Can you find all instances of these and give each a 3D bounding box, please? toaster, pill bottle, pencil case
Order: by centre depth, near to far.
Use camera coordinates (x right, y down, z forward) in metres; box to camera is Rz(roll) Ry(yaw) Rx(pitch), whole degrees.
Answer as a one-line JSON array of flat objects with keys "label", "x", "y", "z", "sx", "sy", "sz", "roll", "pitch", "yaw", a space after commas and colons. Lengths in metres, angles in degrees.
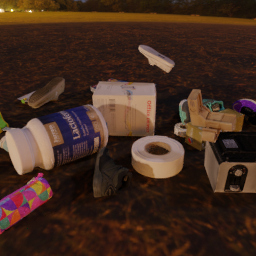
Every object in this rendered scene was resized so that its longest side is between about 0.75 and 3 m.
[{"label": "pencil case", "x": -2.741, "y": 1.880, "z": 7.092, "sx": 0.758, "sy": 0.758, "sz": 1.716, "roll": 15, "pitch": 31, "yaw": 28}, {"label": "toaster", "x": 3.340, "y": 0.941, "z": 8.325, "sx": 1.942, "sy": 1.274, "sz": 2.148, "roll": 1, "pitch": 27, "yaw": 1}, {"label": "pill bottle", "x": -2.246, "y": 0.355, "z": 9.044, "sx": 2.901, "sy": 1.679, "sz": 1.679, "roll": -20, "pitch": 33, "yaw": -33}]

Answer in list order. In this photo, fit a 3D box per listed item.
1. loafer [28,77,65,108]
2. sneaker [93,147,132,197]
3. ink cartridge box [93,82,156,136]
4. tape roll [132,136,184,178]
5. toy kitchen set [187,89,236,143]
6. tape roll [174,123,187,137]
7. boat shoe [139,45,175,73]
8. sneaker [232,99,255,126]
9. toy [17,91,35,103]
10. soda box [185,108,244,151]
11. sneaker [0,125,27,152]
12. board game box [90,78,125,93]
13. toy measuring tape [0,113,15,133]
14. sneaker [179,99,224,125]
[{"label": "loafer", "x": -3.950, "y": -1.656, "z": 14.046, "sx": 0.898, "sy": 0.810, "sz": 2.373, "roll": 17, "pitch": 48, "yaw": 30}, {"label": "sneaker", "x": -0.447, "y": 1.276, "z": 8.325, "sx": 1.084, "sy": 0.723, "sz": 1.892, "roll": 0, "pitch": 30, "yaw": -3}, {"label": "ink cartridge box", "x": -0.091, "y": -0.796, "z": 11.234, "sx": 2.349, "sy": 1.729, "sz": 1.699, "roll": 2, "pitch": 27, "yaw": 2}, {"label": "tape roll", "x": 0.967, "y": 0.897, "z": 9.163, "sx": 1.712, "sy": 0.599, "sz": 1.712, "roll": -1, "pitch": 27, "yaw": 0}, {"label": "toy kitchen set", "x": 2.323, "y": -0.334, "z": 7.995, "sx": 1.206, "sy": 1.088, "sz": 0.984, "roll": 11, "pitch": 50, "yaw": 32}, {"label": "tape roll", "x": 2.247, "y": 0.068, "z": 11.159, "sx": 0.777, "sy": 0.272, "sz": 0.777, "roll": 1, "pitch": 27, "yaw": 0}, {"label": "boat shoe", "x": 1.063, "y": -2.743, "z": 11.212, "sx": 1.585, "sy": 0.518, "sz": 0.583, "roll": 33, "pitch": 37, "yaw": 4}, {"label": "sneaker", "x": 5.239, "y": -0.606, "z": 11.926, "sx": 1.108, "sy": 0.774, "sz": 2.228, "roll": -18, "pitch": 32, "yaw": -29}, {"label": "toy", "x": -4.852, "y": -1.530, "z": 14.277, "sx": 0.755, "sy": 0.310, "sz": 1.311, "roll": 18, "pitch": 31, "yaw": 26}, {"label": "soda box", "x": 3.330, "y": -0.001, "z": 10.666, "sx": 2.454, "sy": 0.831, "sz": 0.786, "roll": -19, "pitch": 32, "yaw": -32}, {"label": "sneaker", "x": -3.578, "y": 0.391, "z": 10.208, "sx": 0.811, "sy": 0.732, "sz": 1.980, "roll": 31, "pitch": 42, "yaw": 21}, {"label": "board game box", "x": -0.740, "y": -1.975, "z": 14.736, "sx": 2.203, "sy": 0.679, "sz": 2.202, "roll": -18, "pitch": 31, "yaw": -30}, {"label": "toy measuring tape", "x": -5.129, "y": -0.350, "z": 11.197, "sx": 2.881, "sy": 1.060, "sz": 1.060, "roll": 7, "pitch": 28, "yaw": 13}, {"label": "sneaker", "x": 3.016, "y": -0.777, "z": 11.283, "sx": 1.224, "sy": 1.041, "sz": 2.683, "roll": -8, "pitch": 7, "yaw": 39}]
